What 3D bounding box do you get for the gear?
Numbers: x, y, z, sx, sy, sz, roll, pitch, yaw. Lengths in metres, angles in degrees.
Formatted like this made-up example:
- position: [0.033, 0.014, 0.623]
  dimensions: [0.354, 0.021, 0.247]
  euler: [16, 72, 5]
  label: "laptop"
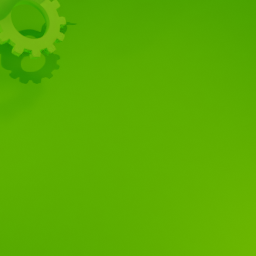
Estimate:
- position: [-2.384, -2.577, 6.776]
  dimensions: [1.716, 1.716, 0.317]
  euler: [-45, 24, -23]
  label: "gear"
